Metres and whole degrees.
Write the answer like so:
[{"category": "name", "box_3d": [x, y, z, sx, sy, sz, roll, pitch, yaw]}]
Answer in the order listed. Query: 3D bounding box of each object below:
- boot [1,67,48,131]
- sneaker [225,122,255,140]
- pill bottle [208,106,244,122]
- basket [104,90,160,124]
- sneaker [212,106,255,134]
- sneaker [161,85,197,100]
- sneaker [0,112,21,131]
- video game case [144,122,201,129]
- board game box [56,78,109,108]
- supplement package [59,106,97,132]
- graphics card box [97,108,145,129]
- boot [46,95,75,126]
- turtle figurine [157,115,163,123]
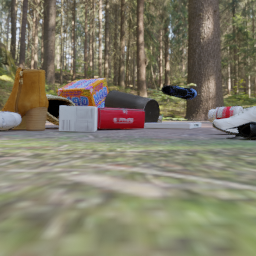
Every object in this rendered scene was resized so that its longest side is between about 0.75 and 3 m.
[{"category": "boot", "box_3d": [-3.638, -0.954, 9.347, 2.851, 2.041, 1.003, 1, 1, 36]}, {"category": "sneaker", "box_3d": [2.364, 0.054, 4.920, 0.607, 0.349, 1.163, -1, -3, -31]}, {"category": "pill bottle", "box_3d": [6.572, -0.828, 18.854, 2.124, 1.192, 1.192, 1, 2, 45]}, {"category": "basket", "box_3d": [0.269, -0.895, 14.060, 2.359, 1.604, 2.127, 10, -34, 42]}, {"category": "sneaker", "box_3d": [2.787, -0.177, 6.690, 1.544, 0.672, 0.575, -1, 2, 1]}, {"category": "sneaker", "box_3d": [1.850, -1.311, 10.335, 1.307, 0.458, 0.509, 11, 11, 24]}, {"category": "sneaker", "box_3d": [-3.882, -0.158, 7.953, 1.541, 0.579, 0.886, -6, 4, -12]}, {"category": "video game case", "box_3d": [1.930, -0.112, 11.552, 1.784, 0.218, 2.495, 1, 2, 24]}, {"category": "board game box", "box_3d": [-2.522, -1.582, 16.695, 2.180, 2.179, 2.179, 1, 25, 22]}, {"category": "supplement package", "box_3d": [-1.444, -0.271, 8.305, 1.003, 0.738, 0.959, 1, 2, -3]}, {"category": "graphics card box", "box_3d": [-0.966, -0.347, 10.519, 1.857, 0.753, 2.961, -1, 3, -35]}, {"category": "boot", "box_3d": [-2.588, -0.616, 11.115, 2.868, 1.044, 2.229, 28, -10, -41]}, {"category": "turtle figurine", "box_3d": [1.413, -0.951, 17.911, 1.737, 1.289, 1.792, 15, 38, 9]}]
